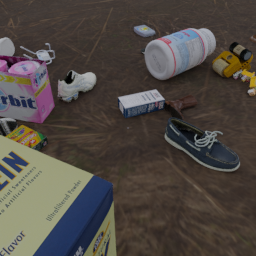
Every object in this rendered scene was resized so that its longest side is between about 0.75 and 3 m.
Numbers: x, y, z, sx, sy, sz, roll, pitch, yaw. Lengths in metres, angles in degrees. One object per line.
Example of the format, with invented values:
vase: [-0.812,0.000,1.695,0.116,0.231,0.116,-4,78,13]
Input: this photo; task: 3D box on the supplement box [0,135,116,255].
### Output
supplement box: [-1.885,1.815,3.881,2.978,2.975,1.999,19,46,19]

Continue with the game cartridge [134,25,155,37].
game cartridge: [0.766,-4.774,13.767,0.712,0.216,1.069,-24,46,-20]

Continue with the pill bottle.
pill bottle: [2.045,-2.911,10.630,2.667,1.450,1.450,-28,48,-29]

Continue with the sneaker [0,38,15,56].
sneaker: [-5.693,-2.636,10.828,1.267,1.077,2.863,0,33,18]

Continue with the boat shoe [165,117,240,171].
boat shoe: [1.944,0.369,7.416,0.812,0.671,2.169,-33,50,-32]

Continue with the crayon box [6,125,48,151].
crayon box: [-2.904,0.333,7.756,1.150,0.292,0.730,21,45,23]

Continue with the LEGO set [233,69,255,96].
LEGO set: [4.363,-1.599,10.007,0.611,0.494,1.327,-33,45,15]

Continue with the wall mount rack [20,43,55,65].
wall mount rack: [-3.705,-3.076,11.543,1.200,0.515,1.381,-17,43,-19]

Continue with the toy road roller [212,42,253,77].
toy road roller: [4.075,-2.445,10.713,1.433,1.046,0.881,-40,44,10]

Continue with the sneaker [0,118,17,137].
sneaker: [-4.015,0.044,7.900,1.671,0.628,0.677,-19,36,-22]

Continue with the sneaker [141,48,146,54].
sneaker: [1.006,-3.464,12.069,0.976,0.413,0.363,-11,41,-12]

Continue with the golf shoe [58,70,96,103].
golf shoe: [-1.704,-1.629,9.608,0.696,0.864,1.777,18,42,23]

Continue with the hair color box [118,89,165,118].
hair color box: [0.420,-0.786,8.958,1.349,0.408,0.675,-14,43,-16]

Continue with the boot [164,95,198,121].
boot: [1.844,-0.666,8.907,1.135,0.365,1.058,-14,44,-22]

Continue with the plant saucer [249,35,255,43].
plant saucer: [6.141,-4.181,13.107,0.845,0.155,0.845,-1,41,1]

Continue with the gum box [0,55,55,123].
gum box: [-3.906,-1.276,8.556,2.937,1.667,0.971,9,42,10]
